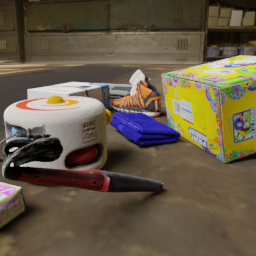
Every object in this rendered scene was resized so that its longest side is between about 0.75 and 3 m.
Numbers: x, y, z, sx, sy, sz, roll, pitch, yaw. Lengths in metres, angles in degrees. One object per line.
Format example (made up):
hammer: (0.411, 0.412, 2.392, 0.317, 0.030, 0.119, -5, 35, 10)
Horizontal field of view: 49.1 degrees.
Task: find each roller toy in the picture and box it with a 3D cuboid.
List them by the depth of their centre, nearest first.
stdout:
roller toy: (-1.360, 0.083, 5.570, 2.103, 1.469, 1.918, -1, 16, -3)

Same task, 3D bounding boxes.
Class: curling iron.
curling iron: (-0.376, 0.634, 3.812, 2.777, 0.688, 0.355, 25, 23, -41)

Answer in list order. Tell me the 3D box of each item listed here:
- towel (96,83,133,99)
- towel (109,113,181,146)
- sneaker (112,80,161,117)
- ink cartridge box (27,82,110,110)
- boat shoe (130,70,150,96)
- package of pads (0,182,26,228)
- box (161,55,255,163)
towel: (-1.062, -1.874, 14.406, 2.656, 0.459, 2.558, 5, 20, 10)
towel: (0.410, -0.060, 7.637, 1.347, 0.452, 1.824, -5, 20, -26)
sneaker: (0.311, -1.171, 10.322, 2.173, 1.217, 0.843, 11, 20, 34)
ink cartridge box: (-2.017, -0.980, 9.984, 1.782, 1.038, 2.465, 8, 18, 26)
boat shoe: (0.694, -2.060, 13.919, 0.903, 1.106, 2.995, 35, 16, -17)
package of pads: (-2.140, 1.152, 3.784, 0.959, 0.423, 1.241, 6, 18, 25)
box: (2.715, -0.730, 7.136, 2.690, 1.704, 2.793, -16, 20, -12)
